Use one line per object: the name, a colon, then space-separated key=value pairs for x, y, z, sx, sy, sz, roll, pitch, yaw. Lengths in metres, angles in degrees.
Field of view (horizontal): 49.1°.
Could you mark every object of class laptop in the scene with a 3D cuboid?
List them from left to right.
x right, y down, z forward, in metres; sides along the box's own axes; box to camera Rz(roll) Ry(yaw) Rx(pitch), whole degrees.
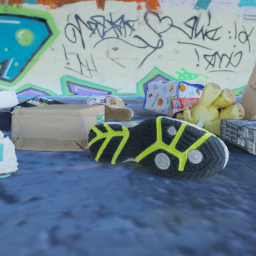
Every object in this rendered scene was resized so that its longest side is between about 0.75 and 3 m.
laptop: x=-4.037 y=-0.107 z=10.637 sx=1.765 sy=1.093 sz=1.885 roll=-3 pitch=-20 yaw=-23

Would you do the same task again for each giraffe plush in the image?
giraffe plush: x=2.444 y=-0.388 z=8.993 sx=1.907 sy=1.645 sz=1.546 roll=-37 pitch=2 yaw=-5

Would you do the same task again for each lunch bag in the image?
lunch bag: x=2.689 y=-1.493 z=14.548 sx=2.927 sy=1.813 sz=2.489 roll=10 pitch=1 yaw=-37

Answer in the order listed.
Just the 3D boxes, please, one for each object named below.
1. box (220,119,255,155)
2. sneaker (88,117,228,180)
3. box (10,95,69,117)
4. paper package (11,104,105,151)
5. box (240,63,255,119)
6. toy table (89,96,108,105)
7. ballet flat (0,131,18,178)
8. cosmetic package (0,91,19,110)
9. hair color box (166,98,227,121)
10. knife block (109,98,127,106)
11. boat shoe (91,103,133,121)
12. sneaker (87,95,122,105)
box: x=3.592 y=0.163 z=7.078 sx=1.813 sy=0.572 sz=2.299 roll=0 pitch=8 yaw=-1
sneaker: x=0.514 y=0.230 z=5.166 sx=2.729 sy=1.029 sz=1.043 roll=8 pitch=12 yaw=38
box: x=-2.971 y=-0.588 z=10.215 sx=1.832 sy=0.435 sz=1.769 roll=18 pitch=27 yaw=12
paper package: x=-1.648 y=-0.062 z=7.219 sx=1.825 sy=0.991 sz=1.915 roll=2 pitch=8 yaw=11
box: x=4.641 y=-1.320 z=9.063 sx=1.033 sy=2.658 sz=1.262 roll=6 pitch=27 yaw=-10
toy table: x=-1.637 y=-1.159 z=15.291 sx=1.072 sy=0.985 sz=0.628 roll=9 pitch=28 yaw=16
ballet flat: x=-2.683 y=0.329 z=5.390 sx=0.841 sy=0.841 sz=2.344 roll=-7 pitch=10 yaw=-41
cosmetic package: x=-5.857 y=-0.683 z=10.245 sx=2.142 sy=0.734 sz=2.841 roll=-20 pitch=-2 yaw=28
hair color box: x=2.490 y=-0.582 z=10.345 sx=1.964 sy=0.997 sz=0.602 roll=-2 pitch=48 yaw=-8
knife block: x=-0.486 y=-1.368 z=15.723 sx=0.425 sy=1.329 sz=1.166 roll=4 pitch=39 yaw=27
boat shoe: x=-0.733 y=-0.709 z=12.761 sx=2.048 sy=0.755 sz=0.709 roll=11 pitch=8 yaw=12
sneaker: x=-1.631 y=-1.923 z=20.097 sx=2.479 sy=0.928 sz=1.235 roll=1 pitch=8 yaw=5
